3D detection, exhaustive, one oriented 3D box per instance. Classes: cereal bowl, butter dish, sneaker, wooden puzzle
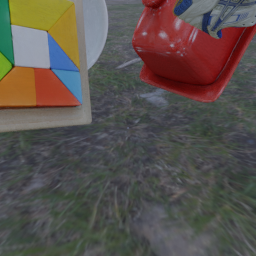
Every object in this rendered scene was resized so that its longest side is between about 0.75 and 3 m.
[{"bbox_3d":[-1.886,-2.403,6.327,2.775,2.775,1.155,-7,25,-12],"label":"cereal bowl"},{"bbox_3d":[1.043,-2.173,5.643,1.911,2.586,2.579,28,2,-41],"label":"butter dish"},{"bbox_3d":[1.221,-1.474,2.802,0.812,0.694,1.843,29,-7,-16],"label":"sneaker"},{"bbox_3d":[-1.706,-1.354,4.779,0.558,2.774,2.999,-2,3,38],"label":"wooden puzzle"}]
